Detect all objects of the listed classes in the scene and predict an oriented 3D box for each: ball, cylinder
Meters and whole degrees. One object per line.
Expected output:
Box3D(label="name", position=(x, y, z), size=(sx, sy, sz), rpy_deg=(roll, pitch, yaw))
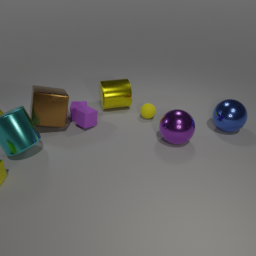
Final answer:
Box3D(label="ball", position=(1.933, -0.042, 11.039), size=(1.400, 1.400, 1.400), rpy_deg=(0, 31, 0))
Box3D(label="ball", position=(4.293, -0.520, 11.834), size=(1.400, 1.400, 1.400), rpy_deg=(0, 31, 0))
Box3D(label="cylinder", position=(-0.634, -1.667, 13.741), size=(1.400, 1.400, 1.400), rpy_deg=(-7, 31, -12))
Box3D(label="cylinder", position=(-4.175, 0.097, 10.335), size=(1.400, 1.400, 1.400), rpy_deg=(-22, 17, 7))
Box3D(label="ball", position=(0.927, -0.789, 12.946), size=(0.700, 0.700, 0.700), rpy_deg=(0, 31, 0))

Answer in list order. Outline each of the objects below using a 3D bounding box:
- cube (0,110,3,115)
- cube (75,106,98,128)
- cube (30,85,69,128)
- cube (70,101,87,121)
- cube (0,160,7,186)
Box3D(label="cube", position=(-5.795, -0.392, 12.075), size=(0.700, 0.700, 0.700), rpy_deg=(39, 42, 13))
Box3D(label="cube", position=(-1.821, -0.482, 12.203), size=(0.700, 0.700, 0.700), rpy_deg=(26, 30, 35))
Box3D(label="cube", position=(-3.395, -0.936, 11.983), size=(1.400, 1.400, 1.400), rpy_deg=(5, 18, -22))
Box3D(label="cube", position=(-2.260, -0.783, 12.948), size=(0.700, 0.700, 0.700), rpy_deg=(-1, 31, -1))
Box3D(label="cube", position=(-4.477, 1.495, 9.096), size=(0.700, 0.700, 0.700), rpy_deg=(2, 30, 3))
